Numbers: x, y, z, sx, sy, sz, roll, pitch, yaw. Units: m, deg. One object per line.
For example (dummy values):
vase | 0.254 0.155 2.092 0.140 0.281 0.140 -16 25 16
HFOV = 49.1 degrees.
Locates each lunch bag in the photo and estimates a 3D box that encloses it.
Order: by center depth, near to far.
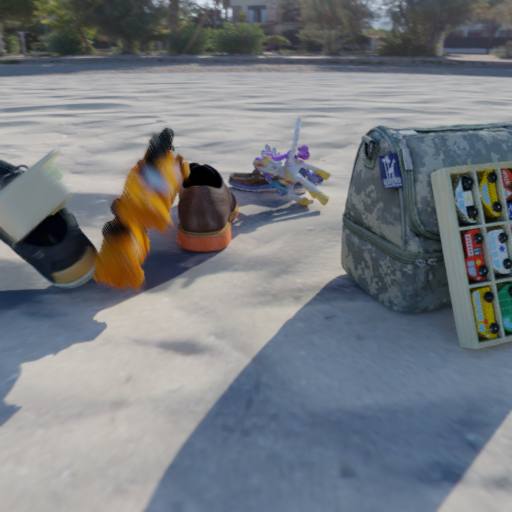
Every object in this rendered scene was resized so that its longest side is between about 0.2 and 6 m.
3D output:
lunch bag | 2.849 -0.761 8.452 2.988 2.506 2.082 -8 24 -18

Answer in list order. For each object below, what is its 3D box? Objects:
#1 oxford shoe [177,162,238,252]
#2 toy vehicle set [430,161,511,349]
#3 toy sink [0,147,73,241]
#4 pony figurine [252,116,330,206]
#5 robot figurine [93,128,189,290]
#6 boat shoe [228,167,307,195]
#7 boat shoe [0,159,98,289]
oxford shoe | -0.979 -1.323 11.357 1.295 1.319 3.637 -3 23 -6
toy vehicle set | 3.099 -0.052 7.223 1.412 2.273 0.301 -9 -1 -19
toy sink | -3.119 -0.855 8.016 1.200 0.672 0.782 -50 19 -28
pony figurine | 0.796 -2.029 12.627 1.853 1.543 1.789 31 42 -18
robot figurine | -1.742 -0.804 8.889 0.854 2.126 2.933 24 27 -11
boat shoe | 0.277 -1.977 13.711 2.001 0.724 0.723 5 23 12
boat shoe | -3.842 -0.796 8.933 3.404 1.059 1.270 38 67 23
